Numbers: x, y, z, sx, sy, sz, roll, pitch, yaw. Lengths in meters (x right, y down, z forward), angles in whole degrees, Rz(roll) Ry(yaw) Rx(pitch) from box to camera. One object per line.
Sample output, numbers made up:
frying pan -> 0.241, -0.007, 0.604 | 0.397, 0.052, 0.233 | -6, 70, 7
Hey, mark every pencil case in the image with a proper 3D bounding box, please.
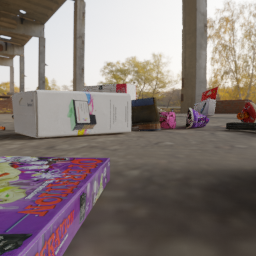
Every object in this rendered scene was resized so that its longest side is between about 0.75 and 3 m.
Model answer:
pencil case -> 0.941, -0.306, 9.843 | 1.473, 0.668, 0.690 | -1, -6, 36

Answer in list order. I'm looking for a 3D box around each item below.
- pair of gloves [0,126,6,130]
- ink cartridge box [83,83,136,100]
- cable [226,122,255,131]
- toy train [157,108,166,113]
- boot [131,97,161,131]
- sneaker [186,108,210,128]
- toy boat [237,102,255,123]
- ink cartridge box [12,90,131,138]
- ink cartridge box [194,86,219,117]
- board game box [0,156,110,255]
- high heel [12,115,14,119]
pair of gloves -> -4.744, 0.000, 8.943 | 1.235, 0.171, 1.386 | -2, 7, -45
ink cartridge box -> -0.986, -1.323, 15.124 | 2.721, 1.970, 1.148 | 1, 4, 29
cable -> 3.954, -0.170, 8.112 | 1.152, 0.597, 2.372 | -1, 4, -21
toy train -> 0.696, -0.619, 13.881 | 2.192, 0.928, 1.269 | -3, -9, -37
boot -> 0.001, -0.461, 9.090 | 2.168, 1.051, 0.810 | 1, 4, 18
sneaker -> 2.544, -0.333, 10.149 | 0.755, 0.729, 1.809 | 9, 7, 21
toy boat -> 4.223, -0.462, 10.068 | 0.647, 0.646, 0.990 | -11, -36, -9
ink cartridge box -> -1.526, -0.403, 7.621 | 2.659, 1.117, 1.926 | -3, 5, -37
ink cartridge box -> 3.142, -1.028, 11.443 | 0.307, 1.210, 1.374 | 11, -7, -11
board game box -> -0.785, 0.433, 1.711 | 1.102, 0.297, 1.837 | 4, 4, 4
high heel -> -2.602, -0.297, 8.971 | 1.935, 0.691, 1.379 | 8, -8, -32
